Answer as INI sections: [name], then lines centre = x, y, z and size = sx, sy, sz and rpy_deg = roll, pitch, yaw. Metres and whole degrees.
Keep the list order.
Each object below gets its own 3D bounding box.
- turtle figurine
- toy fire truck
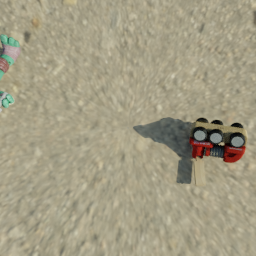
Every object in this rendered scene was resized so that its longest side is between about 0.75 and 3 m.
[turtle figurine]
centre = -3.709, -1.016, 6.716
size = 2.151, 1.447, 2.873
rpy_deg = 16, 59, -13
[toy fire truck]
centre = 2.055, 0.627, 6.660
size = 1.255, 0.917, 1.426
rpy_deg = 9, 119, 14
